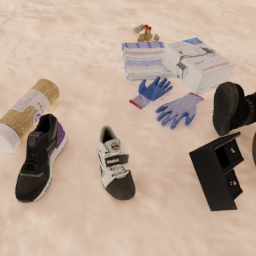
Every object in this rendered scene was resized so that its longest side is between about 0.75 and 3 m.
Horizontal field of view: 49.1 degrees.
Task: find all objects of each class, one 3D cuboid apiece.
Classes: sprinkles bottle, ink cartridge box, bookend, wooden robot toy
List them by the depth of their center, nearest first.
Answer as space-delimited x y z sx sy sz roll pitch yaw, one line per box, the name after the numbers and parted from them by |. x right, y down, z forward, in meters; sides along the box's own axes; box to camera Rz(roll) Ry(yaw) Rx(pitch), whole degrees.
2.730 1.169 7.815 1.697 0.787 1.708 -16 85 -43 | bookend
-3.539 -0.527 9.739 1.013 1.013 2.969 15 48 14 | sprinkles bottle
2.809 -2.592 11.449 1.733 1.016 2.367 -20 51 -25 | ink cartridge box
0.726 -4.643 13.983 0.822 0.799 1.813 -36 55 -17 | wooden robot toy

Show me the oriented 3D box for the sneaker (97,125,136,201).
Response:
-0.446 0.946 8.290 0.913 1.091 2.465 -14 49 -15 | sneaker

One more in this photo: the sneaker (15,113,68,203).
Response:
-2.737 0.756 8.244 1.057 1.223 2.792 0 48 12 | sneaker

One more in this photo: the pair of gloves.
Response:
1.418 -1.063 10.771 2.792 0.318 2.245 32 52 26 | pair of gloves

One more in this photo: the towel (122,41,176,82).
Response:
0.868 -3.123 12.728 2.193 0.355 2.986 -4 46 -5 | towel

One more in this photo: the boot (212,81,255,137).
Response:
3.747 -0.817 8.827 1.931 2.583 0.972 -20 62 0 | boot

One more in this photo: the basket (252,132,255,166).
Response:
5.047 0.677 8.304 2.247 1.528 2.026 0 47 5 | basket
